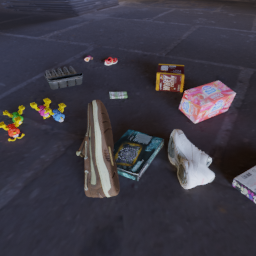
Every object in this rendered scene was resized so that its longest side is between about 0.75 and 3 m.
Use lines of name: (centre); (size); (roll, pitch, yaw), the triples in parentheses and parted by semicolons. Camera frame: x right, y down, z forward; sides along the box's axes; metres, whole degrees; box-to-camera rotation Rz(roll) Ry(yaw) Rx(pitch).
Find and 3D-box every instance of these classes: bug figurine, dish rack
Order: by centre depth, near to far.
bug figurine: (-3.499, -0.379, 10.329); (2.383, 0.613, 1.848); (-20, 32, -21)
dish rack: (-3.229, -2.569, 13.673); (1.649, 0.587, 2.150); (-13, 35, -21)

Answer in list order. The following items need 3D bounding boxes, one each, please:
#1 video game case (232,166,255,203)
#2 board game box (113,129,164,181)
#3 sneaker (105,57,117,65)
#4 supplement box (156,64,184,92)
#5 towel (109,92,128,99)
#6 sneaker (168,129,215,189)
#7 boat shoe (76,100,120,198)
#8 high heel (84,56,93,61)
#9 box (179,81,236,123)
video game case: (4.120, 1.592, 7.573); (1.880, 0.337, 1.704); (-20, 39, -28)
board game box: (0.159, 0.778, 8.865); (1.346, 0.280, 1.989); (16, 37, 23)
sneaker: (-0.926, -3.790, 15.674); (0.358, 0.394, 0.929); (24, 40, 32)
supplement box: (1.979, -2.358, 13.101); (1.239, 0.834, 1.256); (5, 34, 8)
towel: (-0.430, -1.490, 12.447); (0.774, 0.119, 0.577); (-3, 34, -5)
sneaker: (1.883, 0.880, 8.365); (1.098, 0.861, 2.211); (0, 42, -11)
boat shoe: (-0.966, 0.535, 7.641); (1.011, 1.009, 2.733); (-13, 67, 10)
high heel: (-2.368, -4.040, 16.143); (0.371, 0.261, 0.774); (27, 36, 19)
box: (3.056, -1.045, 10.817); (1.922, 0.910, 0.986); (-19, 50, -29)
